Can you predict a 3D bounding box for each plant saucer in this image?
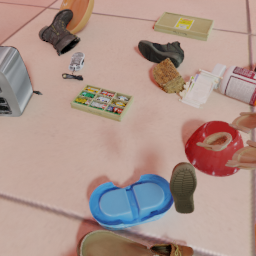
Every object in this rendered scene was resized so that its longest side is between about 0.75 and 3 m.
[{"bbox_3d":[-2.511,-5.809,13.735,0.507,2.710,2.710,16,30,-44],"label":"plant saucer"}]

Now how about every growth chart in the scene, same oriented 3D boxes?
[{"bbox_3d":[2.602,-1.455,10.283,1.098,0.135,1.517,33,92,22],"label":"growth chart"}]

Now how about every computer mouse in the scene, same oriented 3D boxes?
[{"bbox_3d":[-2.160,-2.570,11.782,0.904,0.362,1.648,2,51,9],"label":"computer mouse"}]

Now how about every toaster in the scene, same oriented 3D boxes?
[{"bbox_3d":[-4.522,-1.585,9.586,2.405,2.175,1.427,3,49,3],"label":"toaster"}]

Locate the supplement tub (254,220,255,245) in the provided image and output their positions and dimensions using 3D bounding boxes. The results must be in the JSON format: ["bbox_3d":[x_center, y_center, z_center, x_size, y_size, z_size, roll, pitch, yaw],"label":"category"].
[{"bbox_3d":[1.939,1.446,3.491,0.659,0.659,0.906,12,45,11],"label":"supplement tub"}]

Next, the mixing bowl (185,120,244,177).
[{"bbox_3d":[2.687,0.434,8.420,1.829,0.991,1.829,-1,45,1],"label":"mixing bowl"}]

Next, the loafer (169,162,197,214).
[{"bbox_3d":[0.762,0.809,3.929,0.379,0.997,0.336,-2,39,6],"label":"loafer"}]

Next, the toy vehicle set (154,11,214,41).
[{"bbox_3d":[2.889,-5.245,14.333,2.725,0.361,1.693,18,48,16],"label":"toy vehicle set"}]

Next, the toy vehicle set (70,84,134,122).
[{"bbox_3d":[-0.928,-0.956,10.257,1.986,0.263,1.234,16,48,15],"label":"toy vehicle set"}]

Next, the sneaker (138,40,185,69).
[{"bbox_3d":[1.523,-3.391,12.268,2.118,0.810,1.213,26,49,19],"label":"sneaker"}]

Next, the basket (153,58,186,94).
[{"bbox_3d":[1.628,-1.902,11.070,0.940,0.981,1.317,-34,47,13],"label":"basket"}]

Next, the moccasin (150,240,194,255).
[{"bbox_3d":[1.012,2.837,6.493,1.017,0.393,0.372,5,46,5],"label":"moccasin"}]

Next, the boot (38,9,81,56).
[{"bbox_3d":[-2.921,-4.479,13.217,2.001,0.796,2.299,35,78,28],"label":"boot"}]

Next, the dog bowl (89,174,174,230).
[{"bbox_3d":[0.110,1.946,7.258,2.185,0.542,1.218,-11,47,-10],"label":"dog bowl"}]

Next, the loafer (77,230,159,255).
[{"bbox_3d":[0.204,2.986,5.914,2.990,1.008,1.137,21,50,19],"label":"loafer"}]

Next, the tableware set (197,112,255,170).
[{"bbox_3d":[1.899,0.114,4.411,1.454,0.169,1.215,-36,24,-19],"label":"tableware set"}]

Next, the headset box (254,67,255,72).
[{"bbox_3d":[6.040,-1.916,10.876,1.358,0.705,1.825,-19,50,-18],"label":"headset box"}]

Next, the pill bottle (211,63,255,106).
[{"bbox_3d":[4.105,-1.635,10.319,2.044,1.120,1.120,26,51,23],"label":"pill bottle"}]
